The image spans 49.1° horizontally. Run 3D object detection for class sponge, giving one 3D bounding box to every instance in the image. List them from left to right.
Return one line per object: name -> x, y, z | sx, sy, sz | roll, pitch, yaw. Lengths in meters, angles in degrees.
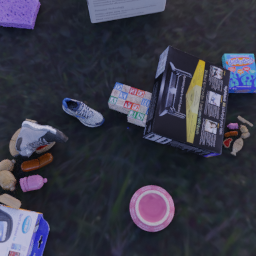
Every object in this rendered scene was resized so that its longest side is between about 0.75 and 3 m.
sponge -> -4.203, -4.098, 9.880 | 1.987, 0.296, 1.109 | 6, 72, 2

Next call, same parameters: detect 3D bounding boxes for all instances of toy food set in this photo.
toy food set -> -2.935, 1.038, 8.180 | 1.585, 0.393, 2.493 | 22, 64, 10
toy food set -> 3.271, 0.219, 8.557 | 0.708, 0.175, 1.114 | 36, 83, 11

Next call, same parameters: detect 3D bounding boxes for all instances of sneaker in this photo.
sneaker -> -2.478, 0.455, 7.767 | 1.802, 0.676, 1.041 | 11, 68, 38
sneaker -> -1.404, -0.485, 8.540 | 1.427, 0.608, 0.550 | 23, 74, 7

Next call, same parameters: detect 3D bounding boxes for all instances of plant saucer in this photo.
plant saucer -> 0.674, 2.230, 7.812 | 1.255, 0.318, 1.255 | 0, 72, 1

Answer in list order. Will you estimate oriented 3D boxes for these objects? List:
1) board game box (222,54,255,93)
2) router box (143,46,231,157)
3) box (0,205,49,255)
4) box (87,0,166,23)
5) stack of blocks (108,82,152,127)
board game box -> 3.645, -1.786, 9.126 | 0.989, 0.292, 1.300 | -1, 72, 0
router box -> 1.784, -0.751, 8.239 | 2.165, 0.719, 2.754 | 18, 72, -14
box -> -3.454, 2.848, 7.520 | 2.480, 0.514, 1.477 | 10, 72, 5
box -> -0.244, -5.403, 9.506 | 2.732, 1.785, 2.717 | -11, 72, -3
stack of blocks -> 0.263, -0.659, 8.654 | 1.671, 0.489, 0.962 | 19, 73, 6
